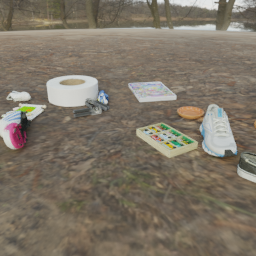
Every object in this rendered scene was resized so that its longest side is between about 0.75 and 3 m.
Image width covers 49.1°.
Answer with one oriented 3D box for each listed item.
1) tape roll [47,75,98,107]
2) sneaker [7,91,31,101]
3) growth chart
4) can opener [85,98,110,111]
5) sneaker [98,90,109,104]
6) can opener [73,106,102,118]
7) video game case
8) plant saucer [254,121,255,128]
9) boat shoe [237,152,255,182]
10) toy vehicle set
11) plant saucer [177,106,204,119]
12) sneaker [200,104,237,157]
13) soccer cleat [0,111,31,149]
[{"bbox_3d":[-2.743,-1.905,14.047,2.535,0.886,2.535,0,25,0],"label":"tape roll"},{"bbox_3d":[-5.359,-1.491,13.794,1.248,0.477,0.502,5,35,22],"label":"sneaker"},{"bbox_3d":[-4.578,-0.621,12.144,1.623,0.199,2.242,2,24,6],"label":"growth chart"},{"bbox_3d":[-1.445,-1.038,12.948,1.277,0.427,0.341,27,32,22],"label":"can opener"},{"bbox_3d":[-1.187,-1.457,13.656,0.506,0.455,1.230,1,33,0],"label":"sneaker"},{"bbox_3d":[-1.775,-0.686,12.240,1.298,0.346,0.434,-12,-5,-22],"label":"can opener"},{"bbox_3d":[1.224,-1.979,14.983,1.924,0.242,2.687,-5,25,-10],"label":"video game case"},{"bbox_3d":[5.774,-0.114,10.918,1.564,0.293,1.564,1,24,0],"label":"plant saucer"},{"bbox_3d":[4.128,1.233,7.507,2.264,0.721,0.800,15,29,29],"label":"boat shoe"},{"bbox_3d":[1.332,0.370,9.917,1.211,0.258,1.949,-15,29,-29],"label":"toy vehicle set"},{"bbox_3d":[2.710,-0.650,12.166,1.133,0.212,1.133,-1,25,0],"label":"plant saucer"},{"bbox_3d":[3.066,-0.020,9.675,1.040,1.202,2.774,2,26,0],"label":"sneaker"},{"bbox_3d":[-4.156,0.140,9.886,1.109,0.897,2.569,-16,23,-5],"label":"soccer cleat"}]
